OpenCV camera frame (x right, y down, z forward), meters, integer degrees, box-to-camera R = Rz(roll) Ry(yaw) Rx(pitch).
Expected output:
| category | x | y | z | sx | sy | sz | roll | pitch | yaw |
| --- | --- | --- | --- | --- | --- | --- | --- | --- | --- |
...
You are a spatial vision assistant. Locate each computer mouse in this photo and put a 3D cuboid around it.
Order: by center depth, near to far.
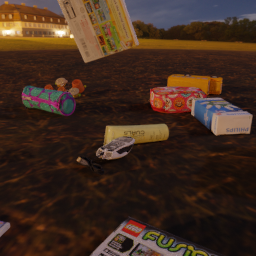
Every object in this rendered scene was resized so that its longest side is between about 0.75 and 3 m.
| category | x | y | z | sx | sy | sz | roll | pitch | yaw |
| --- | --- | --- | --- | --- | --- | --- | --- | --- | --- |
| computer mouse | -0.450 | 0.696 | 7.319 | 0.958 | 0.383 | 1.747 | 10 | 27 | 42 |

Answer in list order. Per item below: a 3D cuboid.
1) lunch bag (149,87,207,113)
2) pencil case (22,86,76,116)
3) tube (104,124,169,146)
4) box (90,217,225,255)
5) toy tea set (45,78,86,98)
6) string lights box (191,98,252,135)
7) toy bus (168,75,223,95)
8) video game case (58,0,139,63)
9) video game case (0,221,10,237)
| category | x | y | z | sx | sy | sz | roll | pitch | yaw |
| --- | --- | --- | --- | --- | --- | --- | --- | --- | --- |
| lunch bag | 2.070 | -1.326 | 12.083 | 2.252 | 0.923 | 1.984 | -1 | 20 | -4 |
| pencil case | -3.280 | -1.116 | 11.423 | 2.319 | 0.987 | 1.072 | 12 | 13 | 29 |
| tube | 0.247 | 0.205 | 8.295 | 1.982 | 0.575 | 0.514 | -4 | -7 | -23 |
| box | 0.700 | 2.037 | 3.410 | 2.526 | 0.439 | 1.390 | 12 | 23 | 31 |
| toy tea set | -3.236 | -1.942 | 14.526 | 2.094 | 0.775 | 1.245 | 9 | 51 | 16 |
| string lights box | 3.250 | -0.471 | 10.037 | 1.198 | 0.687 | 2.331 | -3 | 20 | -8 |
| toy bus | 3.544 | -2.296 | 14.865 | 2.693 | 0.877 | 1.054 | 10 | 22 | 26 |
| video game case | -0.979 | -3.560 | 9.375 | 2.091 | 2.298 | 0.263 | -12 | 26 | 21 |
| video game case | -2.757 | 1.768 | 4.668 | 1.212 | 0.109 | 0.868 | 6 | 20 | 16 |
